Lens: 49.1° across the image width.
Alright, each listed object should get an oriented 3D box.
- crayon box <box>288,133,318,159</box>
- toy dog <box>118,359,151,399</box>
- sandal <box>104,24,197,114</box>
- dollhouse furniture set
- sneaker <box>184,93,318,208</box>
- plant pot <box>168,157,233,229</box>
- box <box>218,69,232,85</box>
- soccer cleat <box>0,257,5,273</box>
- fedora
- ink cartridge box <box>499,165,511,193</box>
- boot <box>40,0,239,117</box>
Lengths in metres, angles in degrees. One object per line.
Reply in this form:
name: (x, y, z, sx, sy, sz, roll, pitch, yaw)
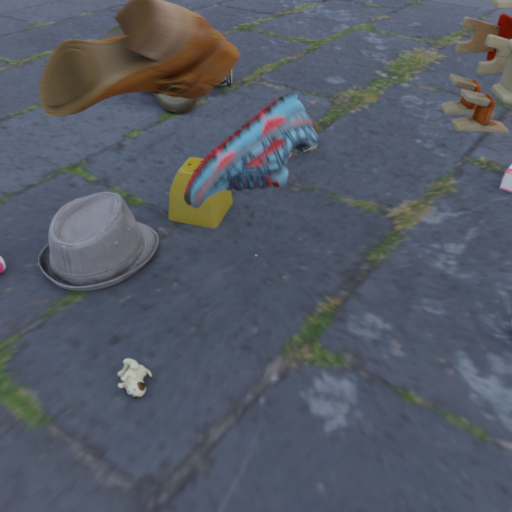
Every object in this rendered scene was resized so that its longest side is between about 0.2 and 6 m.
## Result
crayon box: (0.507, -2.713, 13.106, 1.433, 0.418, 1.236, -25, 44, -28)
toy dog: (-1.650, 1.714, 7.613, 0.468, 0.337, 0.483, 23, 25, -31)
sandal: (-2.834, -5.129, 14.852, 1.365, 0.912, 3.341, -36, 73, -5)
dollhouse furniture set: (3.509, -2.620, 7.393, 1.114, 2.163, 2.140, 4, 36, -3)
sneaker: (-0.012, -1.223, 7.487, 2.082, 0.994, 0.826, -40, 11, -5)
plant pot: (-1.090, -1.293, 10.809, 1.009, 1.039, 1.016, 11, 40, 13)
box: (-1.958, -5.319, 15.896, 2.534, 0.954, 0.635, -1, 78, -2)
soccer cleat: (-4.973, -0.070, 9.646, 1.571, 0.549, 0.678, 7, 39, 9)
fedora: (-2.779, -0.408, 9.712, 1.956, 0.998, 2.211, 17, 41, 20)
ink cartridge box: (5.711, -1.673, 11.778, 0.750, 0.437, 1.030, 26, 43, 29)
boot: (-1.663, -2.645, 8.081, 1.997, 2.572, 0.986, -5, 69, -60)
